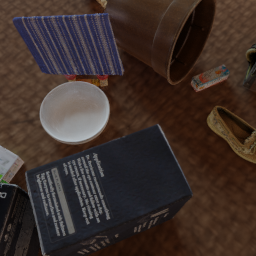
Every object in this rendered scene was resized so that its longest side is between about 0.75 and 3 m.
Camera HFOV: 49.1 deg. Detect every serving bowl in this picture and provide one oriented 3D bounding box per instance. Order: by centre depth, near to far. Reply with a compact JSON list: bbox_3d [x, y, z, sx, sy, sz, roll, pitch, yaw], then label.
[{"bbox_3d":[-1.536,-0.382,8.407,2.028,0.667,2.028,0,65,1],"label":"serving bowl"}]

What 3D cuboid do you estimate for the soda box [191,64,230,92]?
[{"bbox_3d":[2.671,-1.622,9.124,1.200,0.410,0.381,-24,67,-11],"label":"soda box"}]

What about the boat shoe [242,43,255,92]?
[{"bbox_3d":[4.359,-2.409,9.164,0.897,1.013,2.767,17,66,2],"label":"boat shoe"}]

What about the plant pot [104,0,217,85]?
[{"bbox_3d":[0.863,-3.184,8.748,2.711,2.739,2.739,32,69,21],"label":"plant pot"}]

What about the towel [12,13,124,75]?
[{"bbox_3d":[-1.342,-1.916,6.592,2.343,1.696,0.279,4,57,17],"label":"towel"}]

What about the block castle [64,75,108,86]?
[{"bbox_3d":[-1.312,-2.448,9.178,1.447,1.016,2.166,0,65,1],"label":"block castle"}]

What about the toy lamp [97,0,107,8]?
[{"bbox_3d":[-0.996,-4.760,10.461,0.678,0.678,2.329,-36,69,-15],"label":"toy lamp"}]

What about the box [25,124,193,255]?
[{"bbox_3d":[-0.364,1.604,6.317,2.819,2.773,1.655,-19,65,-9],"label":"box"}]

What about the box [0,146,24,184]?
[{"bbox_3d":[-3.673,1.006,7.845,1.056,0.510,0.932,25,67,12],"label":"box"}]

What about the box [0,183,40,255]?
[{"bbox_3d":[-3.431,2.120,6.153,2.578,2.622,1.539,7,65,3],"label":"box"}]

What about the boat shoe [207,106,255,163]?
[{"bbox_3d":[3.282,0.213,8.112,2.213,0.694,0.811,38,70,16],"label":"boat shoe"}]
